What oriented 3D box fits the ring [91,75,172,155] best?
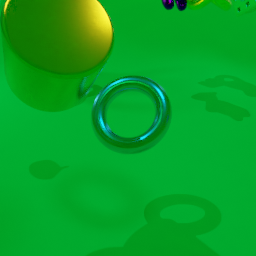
[{"bbox_3d":[0.039,-0.235,4.600,1.355,0.271,1.355,-3,73,11],"label":"ring"}]

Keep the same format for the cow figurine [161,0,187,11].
[{"bbox_3d":[1.200,-4.068,7.582,0.949,1.701,1.729,-11,-8,-32],"label":"cow figurine"}]

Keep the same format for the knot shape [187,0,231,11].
[{"bbox_3d":[2.606,-4.397,8.836,0.891,1.928,1.805,-33,78,-15],"label":"knot shape"}]

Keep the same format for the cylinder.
[{"bbox_3d":[-0.866,-0.894,3.335,1.142,1.142,1.142,6,73,-20],"label":"cylinder"}]

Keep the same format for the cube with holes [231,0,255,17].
[{"bbox_3d":[3.267,-3.541,7.118,0.895,0.895,0.895,-24,6,-19],"label":"cube with holes"}]
